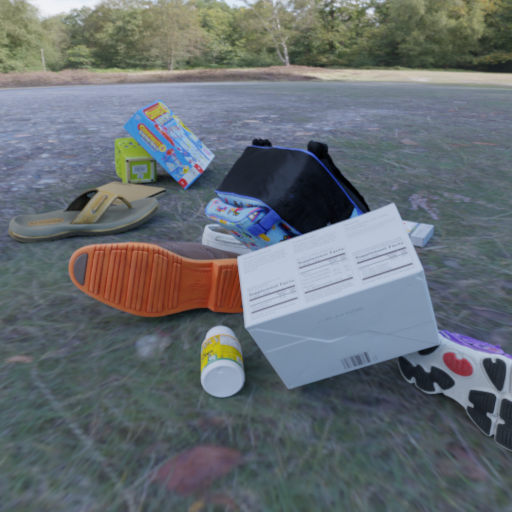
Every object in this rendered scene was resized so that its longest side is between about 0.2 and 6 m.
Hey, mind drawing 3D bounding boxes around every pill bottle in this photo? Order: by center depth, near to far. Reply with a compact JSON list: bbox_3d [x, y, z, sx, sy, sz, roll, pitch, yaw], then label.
[{"bbox_3d":[-0.461,1.368,7.465,0.554,0.554,0.983,-2,26,-5],"label":"pill bottle"}]

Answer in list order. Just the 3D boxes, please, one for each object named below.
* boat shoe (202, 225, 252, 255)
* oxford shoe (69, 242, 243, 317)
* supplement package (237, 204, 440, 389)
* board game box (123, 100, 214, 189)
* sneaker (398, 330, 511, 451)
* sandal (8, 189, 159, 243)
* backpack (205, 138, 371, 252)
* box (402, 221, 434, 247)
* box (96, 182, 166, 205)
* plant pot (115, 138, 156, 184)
[{"bbox_3d":[0.181,-0.375,11.244,2.573,0.898,0.912,-3,26,-12],"label":"boat shoe"},{"bbox_3d":[-1.418,0.292,9.218,3.209,1.144,1.170,9,16,-22],"label":"oxford shoe"},{"bbox_3d":[0.997,0.542,6.774,1.983,1.544,1.100,-19,46,11],"label":"supplement package"},{"bbox_3d":[-2.557,-3.443,17.013,0.711,2.491,2.545,-41,14,19],"label":"board game box"},{"bbox_3d":[2.943,1.452,6.800,1.072,1.036,2.571,-6,22,-31],"label":"sneaker"},{"bbox_3d":[-3.908,-1.057,12.943,3.448,0.931,1.385,-9,24,-22],"label":"sandal"},{"bbox_3d":[0.741,-0.501,8.809,1.669,2.481,2.265,-53,29,-7],"label":"backpack"},{"bbox_3d":[3.288,-0.545,12.620,1.193,0.246,0.930,11,25,28],"label":"box"},{"bbox_3d":[-3.664,-1.706,15.512,1.826,0.194,1.493,11,25,23],"label":"box"},{"bbox_3d":[-3.595,-2.824,16.929,1.188,1.182,1.078,-7,37,-19],"label":"plant pot"}]
